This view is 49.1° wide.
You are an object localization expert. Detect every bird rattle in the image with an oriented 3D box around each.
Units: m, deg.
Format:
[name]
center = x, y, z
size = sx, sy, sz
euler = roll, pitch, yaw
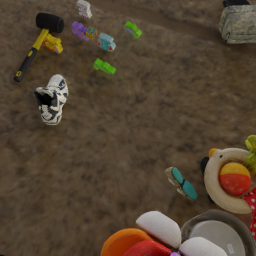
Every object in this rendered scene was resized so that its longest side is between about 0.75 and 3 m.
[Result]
[bird rattle]
center = 3.137, 1.507, 7.486
size = 2.177, 1.505, 2.671
euler = 6, 76, 5

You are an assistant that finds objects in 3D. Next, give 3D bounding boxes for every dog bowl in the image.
[dog bowl]
center = 2.152, 3.053, 6.968
size = 1.931, 0.566, 1.931
euler = 0, 64, 0

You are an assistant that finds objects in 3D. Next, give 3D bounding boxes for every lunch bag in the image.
[lunch bag]
center = 4.079, -3.538, 9.848
size = 1.552, 1.081, 1.301
euler = -1, 48, -2

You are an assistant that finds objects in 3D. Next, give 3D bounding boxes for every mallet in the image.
[mallet]
center = -3.401, -2.954, 10.008
size = 0.976, 0.610, 2.964
euler = 24, 70, 11

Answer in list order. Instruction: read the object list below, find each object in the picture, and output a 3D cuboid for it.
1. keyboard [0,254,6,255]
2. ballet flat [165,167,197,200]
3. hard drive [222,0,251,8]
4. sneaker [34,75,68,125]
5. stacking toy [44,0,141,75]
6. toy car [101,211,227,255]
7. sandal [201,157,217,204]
[keyboard]
center = -4.255, 3.805, 6.762
size = 2.910, 0.300, 1.849
euler = 12, 60, 7
[ballet flat]
center = 1.431, 1.539, 7.738
size = 1.163, 0.438, 0.394
euler = 49, 52, -12
[hard drive]
center = 4.386, -4.653, 10.943
size = 0.914, 0.287, 1.355
euler = -16, 65, -8
[sneaker]
center = -2.383, -1.129, 8.699
size = 0.723, 1.179, 1.811
euler = 9, 64, 3
[stacking toy]
center = -1.233, -3.243, 10.095
size = 2.901, 0.682, 2.187
euler = 28, 69, 11
[toy car]
center = 0.648, 3.156, 5.786
size = 2.805, 2.103, 2.455
euler = 24, 74, 28
[sandal]
center = 2.421, 1.425, 7.907
size = 0.512, 0.326, 1.361
euler = -6, 64, -3
